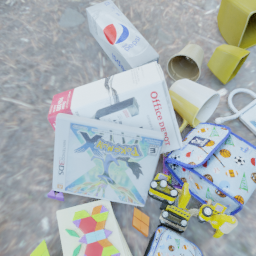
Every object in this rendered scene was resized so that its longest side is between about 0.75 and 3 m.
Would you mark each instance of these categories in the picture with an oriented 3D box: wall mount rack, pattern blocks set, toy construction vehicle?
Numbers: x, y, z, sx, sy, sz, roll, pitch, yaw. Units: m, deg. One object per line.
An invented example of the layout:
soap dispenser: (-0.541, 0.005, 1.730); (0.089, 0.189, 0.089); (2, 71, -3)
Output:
wall mount rack: (3.548, 0.011, 7.053); (2.512, 1.078, 2.892); (-34, 69, -17)
pattern blocks set: (-0.734, 2.351, 5.980); (2.599, 0.240, 2.957); (-24, 61, -25)
toy construction vehicle: (1.305, 1.667, 5.932); (1.785, 1.554, 0.629); (20, 53, 15)

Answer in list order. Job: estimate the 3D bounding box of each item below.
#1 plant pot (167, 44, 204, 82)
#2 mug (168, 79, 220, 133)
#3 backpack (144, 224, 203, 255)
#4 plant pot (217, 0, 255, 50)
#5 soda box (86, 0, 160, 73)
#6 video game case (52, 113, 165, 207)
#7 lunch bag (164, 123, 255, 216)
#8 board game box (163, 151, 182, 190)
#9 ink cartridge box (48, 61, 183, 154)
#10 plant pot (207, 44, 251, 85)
plant pot: (1.797, -1.967, 8.311); (1.021, 1.021, 0.935); (25, 53, 13)
mug: (1.583, -0.691, 7.507); (1.381, 1.106, 1.134); (-34, 58, -27)
backpack: (0.952, 2.722, 5.750); (1.162, 0.940, 1.220); (27, 62, 4)
plant pot: (3.708, -3.594, 8.905); (1.470, 1.480, 1.514); (-25, 58, -13)
soda box: (-0.214, -2.626, 8.584); (0.906, 0.975, 2.857); (-28, 66, -14)
video game case: (-0.494, 0.754, 5.952); (2.152, 1.962, 0.237); (10, 31, -2)
lunch bag: (2.041, 0.850, 6.549); (1.924, 1.191, 1.635); (38, 59, 21)
board game box: (1.255, 0.951, 7.100); (0.741, 0.199, 1.235); (6, 61, -1)
ink cartridge box: (-0.218, -0.151, 6.329); (2.520, 1.835, 1.069); (-18, 33, 6)
plant pot: (2.841, -1.925, 8.097); (0.784, 0.889, 0.889); (38, 42, 18)
